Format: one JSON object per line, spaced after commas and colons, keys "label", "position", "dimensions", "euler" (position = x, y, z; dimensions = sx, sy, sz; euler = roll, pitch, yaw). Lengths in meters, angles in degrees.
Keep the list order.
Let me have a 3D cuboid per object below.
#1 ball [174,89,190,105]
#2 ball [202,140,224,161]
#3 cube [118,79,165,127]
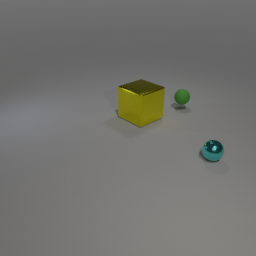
{"label": "ball", "position": [2.430, -1.400, 12.558], "dimensions": [0.700, 0.700, 0.700], "euler": [0, 29, 0]}
{"label": "ball", "position": [2.777, 0.730, 9.145], "dimensions": [0.700, 0.700, 0.700], "euler": [0, 29, 0]}
{"label": "cube", "position": [0.542, -1.082, 11.722], "dimensions": [1.400, 1.400, 1.400], "euler": [-23, 36, -37]}
